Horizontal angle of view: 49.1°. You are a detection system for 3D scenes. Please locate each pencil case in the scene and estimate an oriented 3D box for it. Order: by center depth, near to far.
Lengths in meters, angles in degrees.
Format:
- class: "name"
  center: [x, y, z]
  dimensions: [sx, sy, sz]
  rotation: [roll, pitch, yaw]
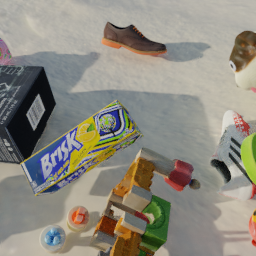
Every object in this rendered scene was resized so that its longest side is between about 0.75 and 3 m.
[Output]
- class: "pencil case"
  center: [-4.278, -1.624, 7.650]
  dimensions: [1.073, 1.073, 2.454]
  rotation: [18, 55, 13]

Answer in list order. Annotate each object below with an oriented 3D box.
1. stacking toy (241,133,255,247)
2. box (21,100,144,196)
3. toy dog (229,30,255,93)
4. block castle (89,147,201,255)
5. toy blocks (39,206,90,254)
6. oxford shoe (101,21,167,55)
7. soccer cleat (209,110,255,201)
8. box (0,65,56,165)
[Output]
- class: "stacking toy"
  center: [2.635, 0.914, 5.234]
  dimensions: [2.060, 0.961, 2.276]
  rotation: [53, 48, -3]
- class: "box"
  center: [-0.855, 0.418, 5.347]
  dimensions: [2.216, 0.776, 0.712]
  rotation: [-33, 75, 6]
- class: "toy dog"
  center: [3.895, -1.583, 6.596]
  dimensions: [2.896, 2.808, 2.021]
  rotation: [9, 7, 29]
- class: "block castle"
  center: [0.215, 1.783, 4.182]
  dimensions: [1.261, 1.796, 2.688]
  rotation: [27, 37, -6]
- class: "toy blocks"
  center: [-1.076, 1.734, 4.897]
  dimensions: [0.989, 1.186, 0.431]
  rotation: [-38, 78, -27]
- class: "oxford shoe"
  center: [0.232, -2.688, 8.442]
  dimensions: [2.029, 0.736, 0.722]
  rotation: [11, 27, -2]
- class: "soccer cleat"
  center: [2.246, 0.498, 6.194]
  dimensions: [0.954, 0.768, 2.239]
  rotation: [3, 57, -3]
- class: "box"
  center: [-3.035, -0.376, 6.379]
  dimensions: [2.021, 1.274, 2.056]
  rotation: [3, 47, 9]
